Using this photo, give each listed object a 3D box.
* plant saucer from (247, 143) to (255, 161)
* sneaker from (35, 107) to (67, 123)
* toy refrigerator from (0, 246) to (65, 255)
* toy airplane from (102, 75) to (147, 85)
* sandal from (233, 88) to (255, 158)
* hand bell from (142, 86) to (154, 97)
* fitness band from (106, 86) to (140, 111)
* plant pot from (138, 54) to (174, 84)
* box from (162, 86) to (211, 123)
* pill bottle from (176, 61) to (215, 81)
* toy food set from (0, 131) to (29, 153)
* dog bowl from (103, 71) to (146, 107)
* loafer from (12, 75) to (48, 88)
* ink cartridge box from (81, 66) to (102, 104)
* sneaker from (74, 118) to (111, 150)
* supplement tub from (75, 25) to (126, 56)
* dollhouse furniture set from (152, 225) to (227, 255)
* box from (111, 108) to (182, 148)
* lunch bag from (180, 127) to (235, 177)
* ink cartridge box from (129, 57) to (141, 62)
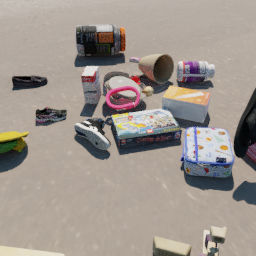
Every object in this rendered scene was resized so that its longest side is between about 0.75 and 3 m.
[{"bbox_3d":[5.053,0.100,9.233,2.590,0.656,2.590,-6,62,11],"label":"plant saucer"},{"bbox_3d":[-3.081,-0.594,11.229,1.284,0.554,0.516,-13,39,-18],"label":"sneaker"},{"bbox_3d":[-2.502,3.042,5.880,2.346,0.891,0.821,4,36,7],"label":"toy refrigerator"},{"bbox_3d":[-0.165,-2.127,13.433,2.570,0.473,2.570,-1,34,1],"label":"toy airplane"},{"bbox_3d":[3.713,-0.184,8.207,0.863,2.296,0.550,21,-1,-40],"label":"sandal"},{"bbox_3d":[0.729,-1.489,11.473,0.427,0.427,0.820,15,13,19],"label":"hand bell"},{"bbox_3d":[-0.205,-1.209,11.270,1.385,0.259,0.995,-13,66,-5],"label":"fitness band"},{"bbox_3d":[1.277,-3.107,14.151,1.446,1.446,1.544,-24,33,-29],"label":"plant pot"},{"bbox_3d":[2.383,-0.992,11.512,1.765,0.860,1.098,13,38,18],"label":"box"},{"bbox_3d":[3.354,-2.818,13.952,1.759,0.989,0.989,0,36,-1],"label":"pill bottle"},{"bbox_3d":[-4.478,0.644,9.496,2.240,0.732,1.318,-10,13,-17],"label":"toy food set"},{"bbox_3d":[-0.195,-1.660,12.237,1.999,0.586,1.999,14,41,-12],"label":"dog bowl"},{"bbox_3d":[-4.796,-2.344,13.681,1.677,0.528,0.603,-9,37,-12],"label":"loafer"},{"bbox_3d":[-1.592,-1.890,12.336,0.578,1.380,0.996,2,36,8],"label":"ink cartridge box"},{"bbox_3d":[-1.045,0.079,10.194,1.801,0.658,1.007,28,45,35],"label":"sneaker"},{"bbox_3d":[-1.607,-5.195,16.604,2.865,1.756,1.756,-3,36,-6],"label":"supplement tub"},{"bbox_3d":[1.438,2.500,6.637,1.564,1.239,1.110,8,21,16],"label":"dollhouse furniture set"},{"bbox_3d":[0.641,-0.042,10.550,2.325,0.438,1.588,-8,36,-11],"label":"box"},{"bbox_3d":[2.558,0.749,9.208,1.623,0.765,2.025,4,35,9],"label":"lunch bag"},{"bbox_3d":[0.491,-3.947,16.267,0.767,0.142,0.363,13,37,13],"label":"ink cartridge box"}]
